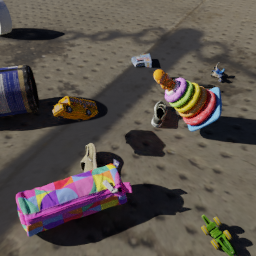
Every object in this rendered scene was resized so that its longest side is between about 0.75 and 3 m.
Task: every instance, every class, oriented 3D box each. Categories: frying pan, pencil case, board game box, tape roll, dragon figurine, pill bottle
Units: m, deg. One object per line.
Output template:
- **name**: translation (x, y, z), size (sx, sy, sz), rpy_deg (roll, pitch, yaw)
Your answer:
- **frying pan**: translation (2.338, -1.745, 11.345), size (2.020, 0.329, 1.222), rpy_deg (-9, 42, -13)
- **pencil case**: translation (-1.267, 1.647, 6.660), size (2.580, 1.140, 1.140), rpy_deg (-17, 43, -15)
- **board game box**: translation (0.716, -3.092, 12.973), size (0.919, 0.283, 0.918), rpy_deg (-11, 40, -13)
- **tape roll**: translation (-7.174, -6.136, 15.264), size (2.031, 2.031, 0.710), rpy_deg (31, 50, 32)
- **dragon figurine**: translation (3.942, -2.391, 12.081), size (0.605, 0.358, 1.216), rpy_deg (19, 44, 22)
- **pill bottle**: translation (-4.711, -1.169, 9.611), size (2.960, 1.655, 1.655), rpy_deg (-10, 41, -11)

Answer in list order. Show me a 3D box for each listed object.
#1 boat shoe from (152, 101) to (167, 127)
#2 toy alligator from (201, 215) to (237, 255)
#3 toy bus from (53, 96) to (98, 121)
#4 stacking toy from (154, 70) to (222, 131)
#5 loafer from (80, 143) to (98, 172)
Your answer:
- **boat shoe**: translation (1.164, -0.585, 9.809), size (0.470, 0.423, 1.329), rpy_deg (20, 44, -1)
- **toy alligator**: translation (2.115, 2.540, 6.254), size (0.453, 0.328, 1.366), rpy_deg (-35, 54, 1)
- **toy bus**: translation (-1.518, -0.556, 8.152), size (1.422, 0.463, 0.557), rpy_deg (6, 63, -54)
- **stacking toy**: translation (1.644, -1.025, 8.536), size (2.346, 1.288, 1.362), rpy_deg (30, 51, -26)
- **loafer**: translation (-1.119, 0.961, 7.958), size (0.469, 0.519, 1.373), rpy_deg (-2, 40, -12)
